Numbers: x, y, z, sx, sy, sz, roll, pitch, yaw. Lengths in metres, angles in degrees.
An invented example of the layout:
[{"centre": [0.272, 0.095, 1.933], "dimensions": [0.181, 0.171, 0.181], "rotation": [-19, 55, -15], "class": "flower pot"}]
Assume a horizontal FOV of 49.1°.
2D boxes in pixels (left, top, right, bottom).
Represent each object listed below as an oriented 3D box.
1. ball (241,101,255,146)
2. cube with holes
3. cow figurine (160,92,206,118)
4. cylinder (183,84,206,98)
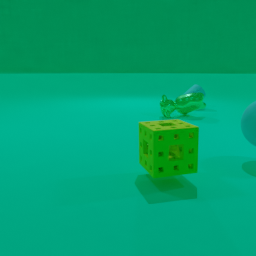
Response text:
[{"centre": [2.574, -0.079, 5.129], "dimensions": [0.950, 0.950, 0.950], "rotation": [0, 12, 0], "class": "ball"}, {"centre": [0.617, 0.293, 4.440], "dimensions": [0.716, 0.716, 0.716], "rotation": [-4, 12, -15], "class": "cube with holes"}, {"centre": [1.937, -0.865, 10.127], "dimensions": [1.539, 0.845, 1.514], "rotation": [-15, -6, 35], "class": "cow figurine"}, {"centre": [2.882, -1.407, 12.217], "dimensions": [0.719, 0.719, 0.719], "rotation": [-41, 24, -12], "class": "cylinder"}]
